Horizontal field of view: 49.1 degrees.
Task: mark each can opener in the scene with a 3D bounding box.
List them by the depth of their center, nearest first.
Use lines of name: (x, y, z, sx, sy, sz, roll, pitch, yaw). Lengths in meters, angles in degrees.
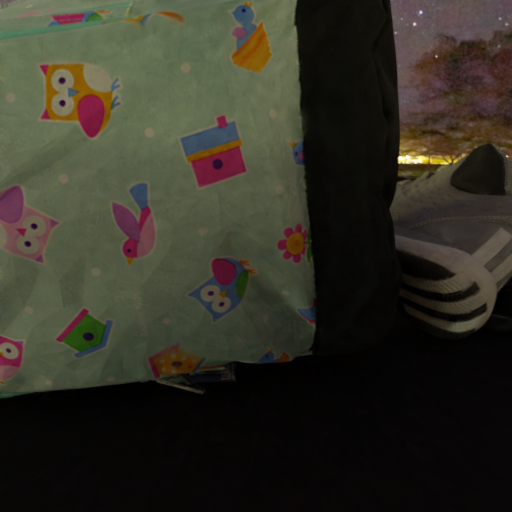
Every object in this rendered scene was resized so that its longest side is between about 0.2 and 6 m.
can opener: (2.642, 0.443, 4.644, 1.996, 0.785, 0.633, 6, -32, 47)

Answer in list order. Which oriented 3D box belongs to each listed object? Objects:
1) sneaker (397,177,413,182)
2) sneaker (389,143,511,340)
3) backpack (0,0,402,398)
sneaker: (2.363, -1.265, 12.820, 3.168, 1.174, 1.402, -1, 12, -10)
sneaker: (1.506, -0.433, 5.791, 1.904, 1.237, 3.296, -37, 32, -14)
backpack: (-0.928, -0.494, 3.743, 3.587, 2.993, 2.270, -6, 14, -1)
